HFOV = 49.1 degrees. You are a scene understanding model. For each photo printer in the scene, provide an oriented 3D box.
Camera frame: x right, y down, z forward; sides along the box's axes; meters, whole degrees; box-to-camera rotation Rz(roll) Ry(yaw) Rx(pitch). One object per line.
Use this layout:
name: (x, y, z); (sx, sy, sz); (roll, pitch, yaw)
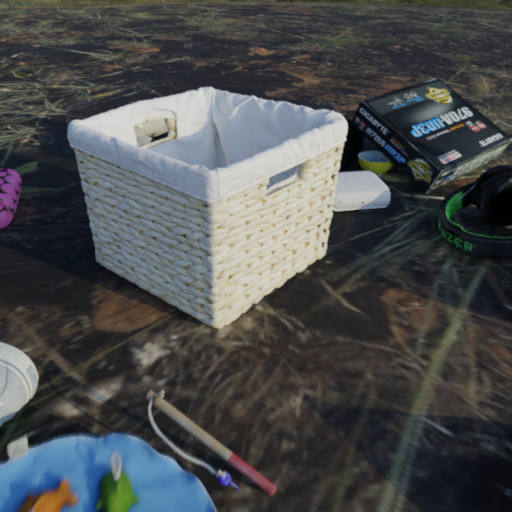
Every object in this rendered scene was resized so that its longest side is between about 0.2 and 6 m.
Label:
photo printer: (1.915, -1.355, 11.624); (1.389, 0.483, 1.156); (-5, 31, -9)

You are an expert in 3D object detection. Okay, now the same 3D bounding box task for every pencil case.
pencil case: (-5.160, -1.177, 11.115); (0.782, 0.758, 1.670); (-11, 29, -8)

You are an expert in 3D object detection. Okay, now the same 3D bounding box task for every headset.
headset: (4.910, -1.102, 10.131); (3.318, 1.559, 2.049); (-21, 35, -12)

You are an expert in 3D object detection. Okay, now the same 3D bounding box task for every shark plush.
shark plush: (-3.609, -3.196, 14.937); (2.636, 1.198, 1.098); (-21, 10, 5)

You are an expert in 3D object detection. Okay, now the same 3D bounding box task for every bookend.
bookend: (1.258, -2.844, 13.645); (2.226, 1.032, 2.240); (15, 33, 23)

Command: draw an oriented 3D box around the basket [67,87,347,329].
basket: (-0.674, -0.990, 8.948); (3.166, 2.546, 3.138); (22, 37, 34)

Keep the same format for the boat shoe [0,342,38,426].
boat shoe: (-4.079, 1.391, 6.363); (2.970, 1.036, 1.058); (8, 27, 7)

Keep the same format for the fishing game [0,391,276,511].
fishing game: (-1.412, 2.382, 4.673); (2.429, 0.527, 3.392); (31, 36, 23)

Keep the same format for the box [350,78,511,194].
box: (4.122, -2.922, 13.125); (3.150, 0.725, 2.504); (-24, 64, -35)

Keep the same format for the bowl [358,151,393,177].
bowl: (2.750, -2.079, 12.905); (0.838, 0.451, 0.838); (0, 29, 0)

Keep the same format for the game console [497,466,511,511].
game console: (3.264, 2.510, 5.318); (1.691, 0.984, 1.488); (18, 65, 28)
